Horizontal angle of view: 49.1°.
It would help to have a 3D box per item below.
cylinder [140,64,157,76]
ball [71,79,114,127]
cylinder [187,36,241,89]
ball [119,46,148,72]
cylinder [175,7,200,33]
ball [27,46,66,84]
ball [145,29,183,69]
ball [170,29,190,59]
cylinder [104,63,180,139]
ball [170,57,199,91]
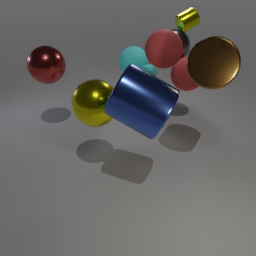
[{"bbox_3d":[0.838,-2.463,12.554,0.700,0.700,0.700,15,24,24],"label":"cylinder"},{"bbox_3d":[-0.953,-0.729,8.228,1.400,1.400,1.400,0,30,0],"label":"ball"},{"bbox_3d":[2.494,-1.833,8.124,1.400,1.400,1.400,11,12,18],"label":"cylinder"},{"bbox_3d":[0.260,-3.170,13.358,1.400,1.400,1.400,0,30,0],"label":"ball"},{"bbox_3d":[2.263,-4.101,10.664,0.700,0.700,0.700,-30,35,-3],"label":"cylinder"},{"bbox_3d":[-3.034,-2.347,10.455,1.400,1.400,1.400,0,30,0],"label":"ball"},{"bbox_3d":[1.317,-2.902,10.302,1.400,1.400,1.400,0,30,0],"label":"ball"},{"bbox_3d":[1.963,-3.511,12.024,1.400,1.400,1.400,0,30,0],"label":"ball"},{"bbox_3d":[0.339,-0.646,6.922,1.400,1.400,1.400,30,34,-1],"label":"cylinder"},{"bbox_3d":[2.474,-2.244,11.648,1.400,1.400,1.400,0,30,0],"label":"ball"}]
